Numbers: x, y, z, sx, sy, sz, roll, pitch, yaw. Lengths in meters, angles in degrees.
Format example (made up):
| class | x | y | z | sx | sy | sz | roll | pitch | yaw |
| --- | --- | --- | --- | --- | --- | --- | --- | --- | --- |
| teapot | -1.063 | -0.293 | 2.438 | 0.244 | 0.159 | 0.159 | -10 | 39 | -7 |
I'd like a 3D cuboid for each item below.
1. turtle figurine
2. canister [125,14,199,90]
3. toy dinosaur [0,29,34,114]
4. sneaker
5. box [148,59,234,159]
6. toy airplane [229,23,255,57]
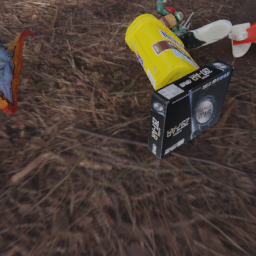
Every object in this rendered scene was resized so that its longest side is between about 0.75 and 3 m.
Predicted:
| class | x | y | z | sx | sy | sz | roll | pitch | yaw |
| --- | --- | --- | --- | --- | --- | --- | --- | --- | --- |
| turtle figurine | 1.515 | -4.150 | 11.064 | 2.473 | 1.245 | 1.852 | -36 | 82 | -11 |
| canister | 1.260 | -2.010 | 8.672 | 2.163 | 1.261 | 2.913 | 26 | 31 | -39 |
| toy dinosaur | -3.541 | -1.727 | 8.228 | 2.935 | 1.541 | 2.664 | -31 | 79 | -22 |
| sneaker | 2.667 | -3.227 | 9.757 | 1.859 | 0.668 | 0.674 | -9 | 16 | 30 |
| box | 1.566 | -0.485 | 7.158 | 2.349 | 1.882 | 0.511 | -28 | 50 | -27 |
| toy airplane | 5.266 | -3.374 | 10.217 | 2.990 | 2.110 | 2.977 | -42 | 18 | -27 |
